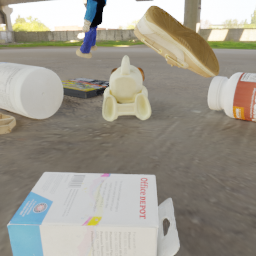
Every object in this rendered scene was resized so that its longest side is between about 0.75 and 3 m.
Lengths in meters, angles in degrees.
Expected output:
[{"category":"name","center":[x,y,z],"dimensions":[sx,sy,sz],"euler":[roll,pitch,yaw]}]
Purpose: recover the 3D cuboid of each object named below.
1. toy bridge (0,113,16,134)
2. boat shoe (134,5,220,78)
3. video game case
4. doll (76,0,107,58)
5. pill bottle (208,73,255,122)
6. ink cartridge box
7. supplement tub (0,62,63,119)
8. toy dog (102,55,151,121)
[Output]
[{"category":"toy bridge","center":[-3.392,-0.158,7.757],"dimensions":[0.521,0.211,1.549],"euler":[-11,22,-30]},{"category":"boat shoe","center":[0.889,-1.435,5.032],"dimensions":[1.781,0.657,0.616],"euler":[32,-35,-22]},{"category":"video game case","center":[-1.975,-1.800,12.348],"dimensions":[2.572,0.328,2.324],"euler":[14,23,33]},{"category":"doll","center":[-1.228,-3.862,9.792],"dimensions":[0.711,2.933,2.001],"euler":[22,47,-1]},{"category":"pill bottle","center":[3.648,-0.866,8.050],"dimensions":[2.434,1.366,1.366],"euler":[13,23,34]},{"category":"ink cartridge box","center":[-0.262,1.108,2.951],"dimensions":[1.505,0.942,0.967],"euler":[1,19,4]},{"category":"supplement tub","center":[-3.339,-1.214,8.767],"dimensions":[2.358,1.556,1.556],"euler":[15,24,36]},{"category":"toy dog","center":[-0.108,-1.302,8.641],"dimensions":[1.401,1.946,2.007],"euler":[-11,24,8]}]
